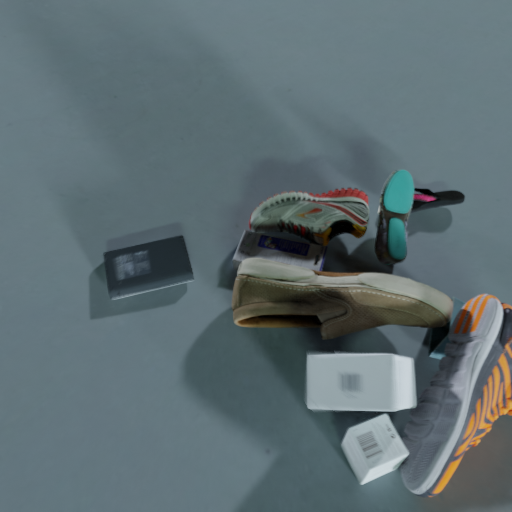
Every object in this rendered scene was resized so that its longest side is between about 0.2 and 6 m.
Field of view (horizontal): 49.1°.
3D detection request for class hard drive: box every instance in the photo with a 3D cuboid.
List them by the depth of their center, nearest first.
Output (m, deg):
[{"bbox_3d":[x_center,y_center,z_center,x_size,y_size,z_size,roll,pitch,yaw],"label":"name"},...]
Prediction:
[{"bbox_3d":[-1.896,0.177,9.856,1.454,0.239,1.015,-13,48,-8],"label":"hard drive"}]

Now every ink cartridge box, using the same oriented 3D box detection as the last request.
[{"bbox_3d":[0.437,0.033,10.010,1.571,0.308,0.781,12,50,12],"label":"ink cartridge box"}]

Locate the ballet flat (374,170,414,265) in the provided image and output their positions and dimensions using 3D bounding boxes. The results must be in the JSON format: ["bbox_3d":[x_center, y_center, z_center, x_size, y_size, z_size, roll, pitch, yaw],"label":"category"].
[{"bbox_3d":[2.444,-0.681,10.219,0.667,0.667,1.854,8,69,7],"label":"ballet flat"}]

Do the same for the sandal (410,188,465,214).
[{"bbox_3d":[3.250,-1.149,10.868,1.565,0.353,0.588,-9,34,0],"label":"sandal"}]

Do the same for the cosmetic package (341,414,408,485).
[{"bbox_3d":[1.563,2.585,7.480,0.590,0.715,0.589,-18,57,-13],"label":"cosmetic package"}]

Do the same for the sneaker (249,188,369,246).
[{"bbox_3d":[0.967,-0.653,10.219,2.229,0.868,0.916,-6,66,6],"label":"sneaker"}]

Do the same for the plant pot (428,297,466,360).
[{"bbox_3d":[3.223,1.233,8.716,0.763,0.749,0.747,21,51,1],"label":"plant pot"}]

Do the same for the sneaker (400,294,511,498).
[{"bbox_3d":[3.209,2.117,7.624,1.646,1.140,2.938,32,77,-8],"label":"sneaker"}]

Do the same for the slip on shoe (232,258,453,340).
[{"bbox_3d":[1.241,0.836,8.711,3.384,1.287,1.025,10,67,12],"label":"slip on shoe"}]

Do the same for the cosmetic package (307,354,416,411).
[{"bbox_3d":[1.394,1.645,7.322,1.131,1.134,0.697,-6,75,26],"label":"cosmetic package"}]
